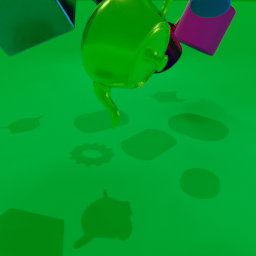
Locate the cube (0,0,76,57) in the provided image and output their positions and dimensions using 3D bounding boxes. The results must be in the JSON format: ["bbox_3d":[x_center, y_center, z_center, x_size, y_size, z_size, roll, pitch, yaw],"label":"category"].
[{"bbox_3d":[-1.616,-2.096,4.257,1.224,1.224,1.224,-17,51,14],"label":"cube"}]

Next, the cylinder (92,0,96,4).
[{"bbox_3d":[-0.569,-4.623,8.643,1.245,1.245,1.245,-38,42,-21],"label":"cylinder"}]

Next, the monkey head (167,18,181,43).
[{"bbox_3d":[1.658,-3.651,10.471,1.172,1.630,0.982,-40,21,4],"label":"monkey head"}]

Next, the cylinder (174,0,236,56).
[{"bbox_3d":[2.226,-3.041,8.280,1.371,1.371,1.371,23,17,-7],"label":"cylinder"}]

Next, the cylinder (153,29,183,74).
[{"bbox_3d":[0.697,-2.196,7.373,1.107,1.107,1.107,-26,41,26],"label":"cylinder"}]

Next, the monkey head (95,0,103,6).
[{"bbox_3d":[-0.154,-2.244,4.928,0.884,1.467,1.056,-11,64,9],"label":"monkey head"}]

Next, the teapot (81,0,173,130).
[{"bbox_3d":[0.022,-0.949,3.507,0.953,1.947,1.210,33,17,17],"label":"teapot"}]

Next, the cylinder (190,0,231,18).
[{"bbox_3d":[1.746,-2.907,5.882,0.814,0.814,0.814,7,-11,1],"label":"cylinder"}]
